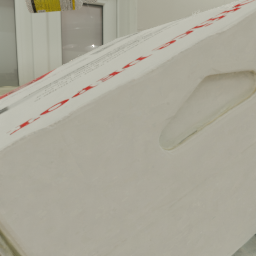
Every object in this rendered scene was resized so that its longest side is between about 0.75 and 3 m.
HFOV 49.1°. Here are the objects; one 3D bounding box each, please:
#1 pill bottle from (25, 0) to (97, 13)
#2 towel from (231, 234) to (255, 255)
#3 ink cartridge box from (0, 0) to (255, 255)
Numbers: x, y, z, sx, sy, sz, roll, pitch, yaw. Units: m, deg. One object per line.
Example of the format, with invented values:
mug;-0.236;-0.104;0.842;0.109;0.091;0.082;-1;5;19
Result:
pill bottle;-1.675;-3.443;6.995;1.743;0.970;0.970;-9;12;-11
towel;1.323;0.492;2.280;2.223;0.399;2.309;-14;13;-13
ink cartridge box;-0.104;-0.063;2.456;1.983;1.120;2.702;-31;21;-17
